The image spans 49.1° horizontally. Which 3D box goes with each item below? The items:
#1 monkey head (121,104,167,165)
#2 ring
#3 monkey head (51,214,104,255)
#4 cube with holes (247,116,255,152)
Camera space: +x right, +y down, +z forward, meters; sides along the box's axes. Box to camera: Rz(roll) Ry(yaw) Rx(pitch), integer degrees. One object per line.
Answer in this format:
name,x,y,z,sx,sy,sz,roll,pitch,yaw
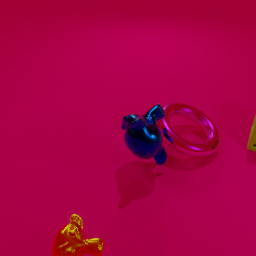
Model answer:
monkey head,0.451,0.077,5.984,1.148,1.596,0.962,-38,44,0
ring,1.498,0.013,6.986,1.726,0.345,1.726,13,43,-13
monkey head,-0.837,1.967,4.638,0.827,0.693,1.150,11,57,-8
cube with holes,3.601,0.011,6.848,0.966,0.966,0.966,17,42,20
